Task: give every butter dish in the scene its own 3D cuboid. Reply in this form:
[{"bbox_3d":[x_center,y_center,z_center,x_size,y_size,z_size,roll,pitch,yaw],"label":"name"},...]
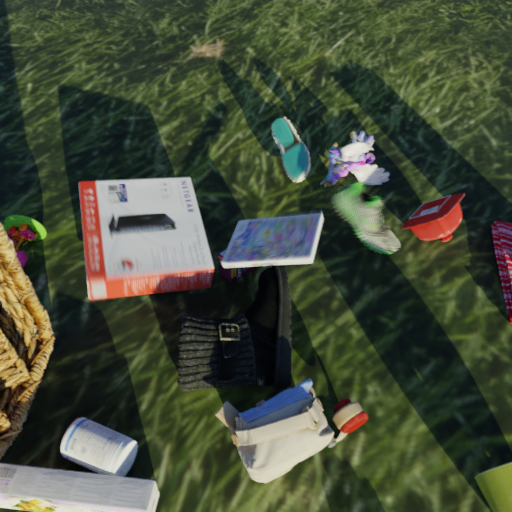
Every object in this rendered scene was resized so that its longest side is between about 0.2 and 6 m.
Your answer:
[{"bbox_3d":[3.864,-0.686,11.851,1.140,0.845,1.143,-40,15,-36],"label":"butter dish"}]

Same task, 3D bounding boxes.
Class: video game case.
[{"bbox_3d":[0.324,-0.292,10.709,1.770,0.159,1.267,-4,43,23],"label":"video game case"}]

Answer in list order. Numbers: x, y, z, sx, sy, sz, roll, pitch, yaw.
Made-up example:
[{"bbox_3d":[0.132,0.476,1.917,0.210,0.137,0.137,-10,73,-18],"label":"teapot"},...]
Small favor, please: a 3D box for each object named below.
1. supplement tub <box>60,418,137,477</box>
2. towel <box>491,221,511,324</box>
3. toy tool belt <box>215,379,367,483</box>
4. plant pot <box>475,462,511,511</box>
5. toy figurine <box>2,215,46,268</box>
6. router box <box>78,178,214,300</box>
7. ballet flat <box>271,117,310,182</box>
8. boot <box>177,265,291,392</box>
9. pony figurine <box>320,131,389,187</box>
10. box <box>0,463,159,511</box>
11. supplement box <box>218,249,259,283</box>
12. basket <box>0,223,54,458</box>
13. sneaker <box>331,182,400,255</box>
[{"bbox_3d":[-2.378,2.915,8.473,0.982,0.648,0.648,18,49,15],"label":"supplement tub"},{"bbox_3d":[5.888,0.359,11.152,2.018,0.314,2.791,7,46,5],"label":"towel"},{"bbox_3d":[0.535,2.407,8.549,2.066,1.290,1.270,-22,59,-20],"label":"toy tool belt"},{"bbox_3d":[3.943,3.574,7.480,1.451,1.451,1.551,-8,59,-8],"label":"plant pot"},{"bbox_3d":[-4.994,-0.159,11.454,1.120,0.841,1.031,-8,52,23],"label":"toy figurine"},{"bbox_3d":[-2.265,-0.447,11.253,2.345,0.638,2.613,-5,51,-17],"label":"router box"},{"bbox_3d":[0.931,-2.499,13.392,0.704,0.704,1.963,-10,60,-10],"label":"ballet flat"},{"bbox_3d":[-0.366,1.167,9.895,1.965,0.989,2.628,1,47,2],"label":"boot"},{"bbox_3d":[2.298,-2.283,13.236,1.506,1.299,1.560,-11,41,35],"label":"pony figurine"},{"bbox_3d":[-2.640,3.423,8.056,2.408,0.466,0.499,4,42,5],"label":"box"},{"bbox_3d":[-0.319,0.064,11.243,0.831,0.544,0.429,-31,53,-28],"label":"supplement box"},{"bbox_3d":[-4.256,1.467,7.804,2.677,3.593,2.565,-21,50,-19],"label":"basket"},{"bbox_3d":[2.341,-0.747,11.452,1.751,0.746,0.683,46,39,-7],"label":"sneaker"}]
